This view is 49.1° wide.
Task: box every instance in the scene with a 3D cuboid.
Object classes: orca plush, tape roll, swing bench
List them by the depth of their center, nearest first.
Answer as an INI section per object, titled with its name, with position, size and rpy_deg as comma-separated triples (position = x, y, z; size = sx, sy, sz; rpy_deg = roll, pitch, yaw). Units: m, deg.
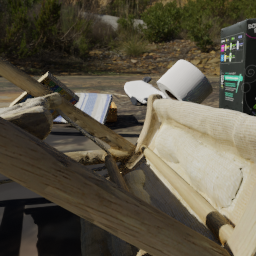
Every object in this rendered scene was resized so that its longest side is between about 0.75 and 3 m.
[swing bench]
position = -0.755, 0.264, 2.497
size = 2.820, 1.830, 2.805
rpy_deg = 15, 5, -11
[tape roll]
position = 2.072, -1.480, 10.258
size = 1.175, 1.712, 1.712
rpy_deg = -44, 18, 0
[orca plush]
position = 1.096, -1.550, 12.951
size = 2.739, 1.441, 0.974
rpy_deg = 2, -20, 34

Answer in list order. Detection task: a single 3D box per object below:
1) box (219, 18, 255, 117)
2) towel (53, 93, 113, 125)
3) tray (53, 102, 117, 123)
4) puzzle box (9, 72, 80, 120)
[box]
position = 3.971, -1.510, 8.056
size = 2.182, 2.938, 1.826
rpy_deg = -2, 11, -2
[towel]
position = -1.364, -0.584, 8.513
size = 1.668, 0.199, 1.225
rpy_deg = 5, 55, 12
[tray]
position = -1.813, -0.525, 9.511
size = 2.788, 0.516, 1.375
rpy_deg = -2, 13, -7
[puzzle box]
position = -2.140, -0.632, 7.149
size = 1.554, 1.034, 0.198
rpy_deg = -32, 37, 25
